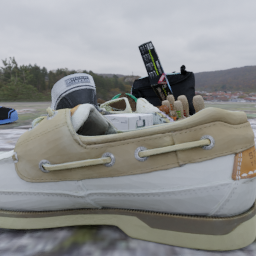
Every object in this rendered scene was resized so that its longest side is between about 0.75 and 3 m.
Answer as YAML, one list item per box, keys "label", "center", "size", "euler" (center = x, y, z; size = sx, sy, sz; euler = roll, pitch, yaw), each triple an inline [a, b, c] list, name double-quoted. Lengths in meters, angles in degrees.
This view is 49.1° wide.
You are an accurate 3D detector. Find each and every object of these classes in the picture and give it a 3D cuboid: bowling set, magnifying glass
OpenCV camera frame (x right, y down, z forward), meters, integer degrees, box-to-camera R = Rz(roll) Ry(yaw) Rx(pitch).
- label: "bowling set"
  center: [1.595, -0.457, 9.480]
  size: [1.317, 1.016, 1.893]
  euler: [-23, 17, -22]
- label: "magnifying glass"
  center: [0.586, -0.724, 11.234]
  size: [2.731, 1.087, 0.306]
  euler: [12, -13, 11]

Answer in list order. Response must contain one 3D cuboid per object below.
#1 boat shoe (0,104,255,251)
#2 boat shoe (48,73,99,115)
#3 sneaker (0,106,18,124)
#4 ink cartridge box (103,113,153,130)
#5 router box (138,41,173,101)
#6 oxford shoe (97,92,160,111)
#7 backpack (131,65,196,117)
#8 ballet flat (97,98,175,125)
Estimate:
- label: "boat shoe"
  center: [-0.375, 0.257, 2.287]
  size: [2.654, 0.908, 0.992]
  euler: [1, 7, 10]
- label: "boat shoe"
  center: [-0.920, -0.058, 5.191]
  size: [0.931, 0.861, 2.522]
  euler: [-15, -13, -23]
- label: "sneaker"
  center: [-4.908, -0.646, 9.167]
  size: [1.017, 1.130, 2.901]
  euler: [3, 8, 30]
- label: "ink cartridge box"
  center: [0.001, -0.114, 7.352]
  size: [0.853, 0.491, 1.168]
  euler: [5, 8, 35]
- label: "router box"
  center: [1.085, -2.175, 10.832]
  size: [0.589, 1.897, 1.422]
  euler: [-21, -23, 12]
- label: "oxford shoe"
  center: [0.060, -0.795, 10.596]
  size: [2.705, 1.142, 0.983]
  euler: [2, 5, 3]
- label: "backpack"
  center: [1.493, -1.350, 12.274]
  size: [2.752, 2.297, 1.742]
  euler: [-3, -14, 4]
- label: "ballet flat"
  center: [0.127, -0.457, 8.494]
  size: [2.725, 0.980, 0.980]
  euler: [3, 7, 20]
